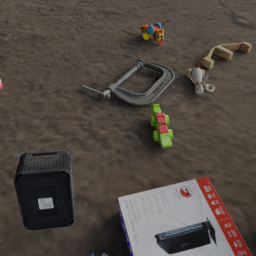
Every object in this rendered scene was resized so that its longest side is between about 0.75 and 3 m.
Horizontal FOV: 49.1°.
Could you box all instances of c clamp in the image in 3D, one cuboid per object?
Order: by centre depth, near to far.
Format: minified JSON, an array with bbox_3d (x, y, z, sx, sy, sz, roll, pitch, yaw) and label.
[{"bbox_3d":[0.189,-1.648,9.492,2.319,0.368,2.714,31,53,27],"label":"c clamp"}]

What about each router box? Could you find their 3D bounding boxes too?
[{"bbox_3d":[1.082,2.257,5.483,2.102,0.572,2.342,-11,46,-11],"label":"router box"}]

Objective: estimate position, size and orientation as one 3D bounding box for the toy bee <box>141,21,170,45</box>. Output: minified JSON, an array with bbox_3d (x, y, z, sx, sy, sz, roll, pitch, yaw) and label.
[{"bbox_3d":[1.106,-3.823,11.458,1.039,0.863,1.588,-18,23,-7],"label":"toy bee"}]

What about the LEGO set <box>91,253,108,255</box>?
[{"bbox_3d":[-0.468,2.778,5.316,0.830,0.204,0.620,32,52,13],"label":"LEGO set"}]

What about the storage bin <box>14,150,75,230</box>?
[{"bbox_3d":[-1.528,1.188,5.310,0.943,1.394,0.654,-3,29,-9],"label":"storage bin"}]

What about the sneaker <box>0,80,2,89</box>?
[{"bbox_3d":[-4.721,-1.287,9.063,1.280,0.472,0.555,-26,52,-24],"label":"sneaker"}]

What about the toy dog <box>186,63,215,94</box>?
[{"bbox_3d":[2.374,-1.729,9.412,0.806,0.588,1.222,-15,47,-14],"label":"toy dog"}]

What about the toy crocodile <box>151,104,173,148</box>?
[{"bbox_3d":[0.937,-0.060,7.853,0.511,0.467,1.514,-3,46,-3],"label":"toy crocodile"}]

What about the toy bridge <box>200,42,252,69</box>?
[{"bbox_3d":[3.653,-2.883,10.747,2.335,0.318,0.785,-25,48,-22],"label":"toy bridge"}]
